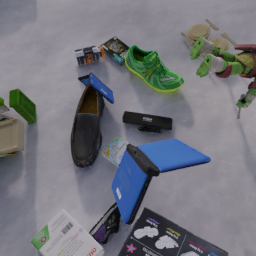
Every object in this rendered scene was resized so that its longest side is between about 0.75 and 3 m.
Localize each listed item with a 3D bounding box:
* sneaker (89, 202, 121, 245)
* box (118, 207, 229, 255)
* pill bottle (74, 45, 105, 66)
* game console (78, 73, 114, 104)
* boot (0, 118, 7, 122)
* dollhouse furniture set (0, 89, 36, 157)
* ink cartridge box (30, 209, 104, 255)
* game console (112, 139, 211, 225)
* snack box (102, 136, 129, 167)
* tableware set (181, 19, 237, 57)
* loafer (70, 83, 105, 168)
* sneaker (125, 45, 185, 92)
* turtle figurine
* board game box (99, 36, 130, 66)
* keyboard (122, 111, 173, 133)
[{"bbox_3d":[-0.436,2.696,8.097,0.617,0.534,1.409,43,68,2],"label":"sneaker"},{"bbox_3d":[0.703,3.247,6.287,1.896,2.869,1.646,25,62,14],"label":"box"},{"bbox_3d":[-1.552,-2.964,11.318,1.176,0.625,0.625,-17,61,-9],"label":"pill bottle"},{"bbox_3d":[-1.132,-1.308,9.838,0.697,1.178,1.005,-34,42,22],"label":"game console"},{"bbox_3d":[-4.385,0.352,9.386,1.471,0.544,1.206,-22,64,-21],"label":"boot"},{"bbox_3d":[-4.025,0.100,9.288,1.558,1.194,2.379,-14,61,5],"label":"dollhouse furniture set"},{"bbox_3d":[-1.603,3.220,7.586,1.611,0.677,1.167,37,66,20],"label":"ink cartridge box"},{"bbox_3d":[0.686,1.228,7.305,1.438,2.430,2.074,21,95,-13],"label":"game console"},{"bbox_3d":[-0.162,0.882,9.205,1.134,0.300,0.806,33,65,18],"label":"snack box"},{"bbox_3d":[3.377,-3.644,11.860,1.431,0.434,2.165,-30,57,-3],"label":"tableware set"},{"bbox_3d":[-1.410,-0.174,9.369,1.092,1.084,2.999,0,59,1],"label":"loafer"},{"bbox_3d":[0.943,-2.265,10.627,2.602,1.087,0.964,34,64,17],"label":"sneaker"},{"bbox_3d":[3.238,-1.635,9.183,2.784,2.872,2.067,14,78,-22],"label":"turtle figurine"},{"bbox_3d":[-0.431,-3.238,11.735,0.915,0.190,1.352,-38,67,-20],"label":"board game box"},{"bbox_3d":[0.657,-0.130,9.893,1.785,0.354,0.929,9,37,7],"label":"keyboard"}]
